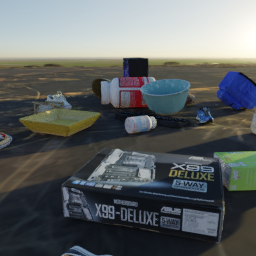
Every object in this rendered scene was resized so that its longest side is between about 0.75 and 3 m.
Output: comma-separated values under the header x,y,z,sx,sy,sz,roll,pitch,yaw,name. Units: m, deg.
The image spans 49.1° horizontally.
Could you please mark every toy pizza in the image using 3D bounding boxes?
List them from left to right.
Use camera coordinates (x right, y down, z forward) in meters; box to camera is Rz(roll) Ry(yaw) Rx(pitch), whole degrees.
x,y,z,sx,sy,sz,roll,pitch,yaw,name
-3.956,0.308,7.269,1.754,0.278,1.754,0,15,0,toy pizza

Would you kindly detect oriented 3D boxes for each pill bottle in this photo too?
x,y,z,sx,sy,sz,roll,pitch,yaw,name
0.001,-1.547,12.193,2.312,1.298,1.298,-1,15,-5,pill bottle
0.393,-0.122,8.495,0.890,0.484,0.484,-7,17,-29,pill bottle

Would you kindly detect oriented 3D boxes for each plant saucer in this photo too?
x,y,z,sx,sy,sz,roll,pitch,yaw,name
-2.066,-0.178,8.781,1.839,0.446,1.839,8,17,23,plant saucer

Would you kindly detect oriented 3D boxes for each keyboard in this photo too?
x,y,z,sx,sy,sz,roll,pitch,yaw,name
0.777,-0.443,9.682,2.579,0.511,1.342,8,17,31,keyboard

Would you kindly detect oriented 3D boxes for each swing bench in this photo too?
x,y,z,sx,sy,sz,roll,pitch,yaw,name
-3.042,-0.752,10.751,0.862,0.562,0.866,5,11,20,swing bench

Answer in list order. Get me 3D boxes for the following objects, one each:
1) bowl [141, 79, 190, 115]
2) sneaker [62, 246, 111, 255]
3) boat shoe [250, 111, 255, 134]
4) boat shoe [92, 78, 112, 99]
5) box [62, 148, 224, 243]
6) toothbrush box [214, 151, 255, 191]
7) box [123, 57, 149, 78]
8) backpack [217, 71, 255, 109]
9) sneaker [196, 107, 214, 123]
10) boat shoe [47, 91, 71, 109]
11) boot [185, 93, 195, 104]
x,y,z,sx,sy,sz,roll,pitch,yaw,name
1.475,-1.154,10.892,1.903,0.995,1.903,-6,25,3,bowl
-0.378,1.479,2.854,0.846,0.332,0.336,-2,8,34,sneaker
4.605,-0.071,7.381,1.013,0.950,2.748,-13,20,-40,boat shoe
-0.601,-1.890,14.217,2.941,1.088,0.976,21,18,36,boat shoe
0.347,0.911,4.481,2.201,0.548,1.736,4,16,16,box
2.236,0.772,5.185,1.085,0.467,0.790,-2,15,-5,toothbrush box
0.396,-2.928,15.847,1.159,2.075,2.940,-1,15,-6,box
4.746,-1.467,11.893,1.650,1.385,1.341,33,16,-7,backpack
2.652,-0.453,9.724,0.425,0.483,1.083,-2,16,-6,sneaker
-3.009,-1.214,12.082,0.622,0.718,1.684,-12,19,-38,boat shoe
2.269,-1.370,12.796,1.603,0.770,2.193,8,24,-9,boot
